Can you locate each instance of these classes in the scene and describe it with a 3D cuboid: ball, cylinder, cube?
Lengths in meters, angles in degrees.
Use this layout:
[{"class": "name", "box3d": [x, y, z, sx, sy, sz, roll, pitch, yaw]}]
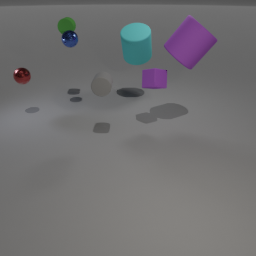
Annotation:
[{"class": "ball", "box3d": [-4.444, -2.184, 11.760, 0.700, 0.700, 0.700, 0, 27, 0]}, {"class": "cylinder", "box3d": [2.292, -3.138, 10.336, 1.400, 1.400, 1.400, 34, 24, -18]}, {"class": "ball", "box3d": [-2.433, -3.734, 11.739, 0.700, 0.700, 0.700, 0, 27, 0]}, {"class": "cube", "box3d": [1.026, -1.890, 10.824, 0.700, 0.700, 0.700, -2, 5, -41]}, {"class": "cylinder", "box3d": [-0.900, -1.544, 9.798, 0.700, 0.700, 0.700, 1, 28, 2]}, {"class": "cylinder", "box3d": [0.403, -3.937, 13.160, 1.400, 1.400, 1.400, -3, 54, 5]}, {"class": "cylinder", "box3d": [-2.730, -4.553, 12.504, 0.700, 0.700, 0.700, 0, 26, -1]}]
